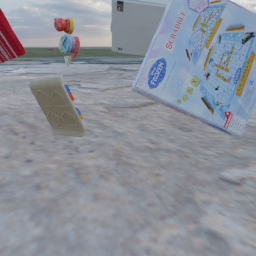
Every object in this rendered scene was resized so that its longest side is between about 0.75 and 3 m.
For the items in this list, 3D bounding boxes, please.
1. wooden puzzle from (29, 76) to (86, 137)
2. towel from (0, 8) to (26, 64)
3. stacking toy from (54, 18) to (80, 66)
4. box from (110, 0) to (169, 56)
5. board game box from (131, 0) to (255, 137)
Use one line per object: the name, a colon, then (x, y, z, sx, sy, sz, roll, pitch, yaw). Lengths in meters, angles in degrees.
wooden puzzle: (-1.098, -0.346, 4.502, 0.912, 0.985, 0.228, 3, 31, 42)
towel: (-4.349, -2.417, 7.949, 2.326, 1.682, 0.262, -19, 49, 2)
stacking toy: (-2.414, -3.175, 10.346, 0.647, 1.386, 1.531, -2, 60, -36)
box: (0.444, -2.554, 6.473, 1.570, 1.562, 1.026, 9, 63, 1)
board game box: (1.203, -1.027, 4.222, 1.787, 1.792, 0.369, 24, -2, -8)
